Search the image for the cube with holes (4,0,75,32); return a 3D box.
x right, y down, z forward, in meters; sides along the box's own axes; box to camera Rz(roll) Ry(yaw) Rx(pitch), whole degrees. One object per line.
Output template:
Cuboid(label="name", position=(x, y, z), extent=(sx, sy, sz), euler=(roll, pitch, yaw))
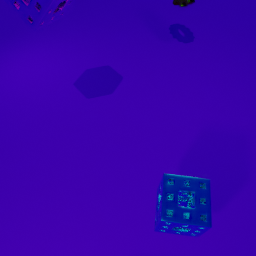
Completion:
Cuboid(label="cube with holes", position=(-1.650, -2.729, 5.357), extent=(1.030, 1.030, 1.030), euler=(47, 42, -11))

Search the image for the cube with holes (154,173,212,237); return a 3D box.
Cuboid(label="cube with holes", position=(0.928, 1.357, 4.865), extent=(0.796, 0.796, 0.796), euler=(7, 58, 1))

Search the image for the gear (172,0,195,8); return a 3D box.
Cuboid(label="gear", position=(1.807, -4.667, 8.985), extent=(0.267, 1.443, 1.443), euler=(-14, 49, -26))
